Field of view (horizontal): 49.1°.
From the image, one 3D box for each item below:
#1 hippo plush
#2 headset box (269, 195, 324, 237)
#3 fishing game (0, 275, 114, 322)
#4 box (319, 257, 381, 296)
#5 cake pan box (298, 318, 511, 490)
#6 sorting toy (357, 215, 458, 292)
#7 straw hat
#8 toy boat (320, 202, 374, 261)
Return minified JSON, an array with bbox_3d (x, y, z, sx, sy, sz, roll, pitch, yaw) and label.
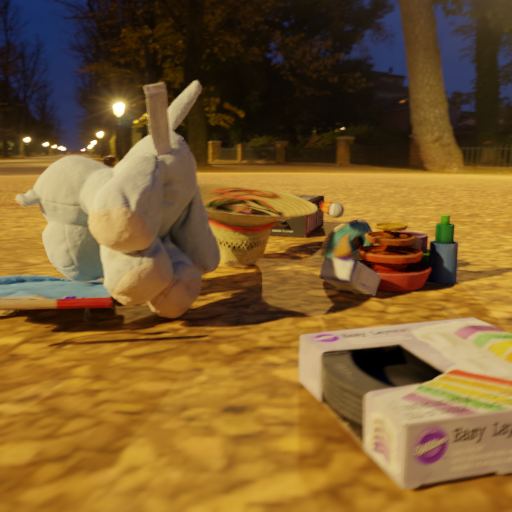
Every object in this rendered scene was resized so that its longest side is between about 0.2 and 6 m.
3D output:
[{"bbox_3d":[-2.012,-0.589,7.268,2.350,2.923,2.329,-2,16,21],"label":"hippo plush"},{"bbox_3d":[0.686,-1.094,14.838,1.796,0.906,2.416,3,11,18],"label":"headset box"},{"bbox_3d":[-2.713,0.571,7.373,2.431,0.528,3.395,0,2,-11],"label":"fishing game"},{"bbox_3d":[1.378,0.303,8.250,0.656,0.344,0.604,29,-15,-34],"label":"box"},{"bbox_3d":[1.542,1.073,4.647,2.061,0.539,1.898,-3,9,-15],"label":"cake pan box"},{"bbox_3d":[2.584,-0.170,9.516,1.619,1.106,2.695,5,11,25],"label":"sorting toy"},{"bbox_3d":[-0.325,-0.488,10.574,3.004,1.272,3.004,6,16,-2],"label":"straw hat"},{"bbox_3d":[1.544,-0.402,9.930,1.074,1.277,0.594,-34,22,-10],"label":"toy boat"}]
